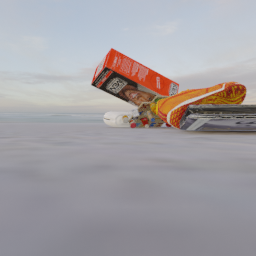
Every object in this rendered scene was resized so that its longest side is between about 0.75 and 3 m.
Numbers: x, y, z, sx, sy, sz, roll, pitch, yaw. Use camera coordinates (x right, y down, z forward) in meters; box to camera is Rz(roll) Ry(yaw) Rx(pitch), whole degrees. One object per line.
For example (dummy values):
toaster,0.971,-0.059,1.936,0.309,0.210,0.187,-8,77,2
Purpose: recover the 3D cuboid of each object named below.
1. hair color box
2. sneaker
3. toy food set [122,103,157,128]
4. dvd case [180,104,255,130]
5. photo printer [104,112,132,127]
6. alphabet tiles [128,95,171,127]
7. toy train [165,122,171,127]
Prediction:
hair color box,0.224,-1.314,8.486,2.383,0.730,1.210,23,-27,-19
sneaker,1.826,-0.716,6.776,2.494,0.910,0.962,-12,32,-23
toy food set,0.351,-0.245,7.267,0.967,0.462,0.435,-21,33,3
dvd case,2.266,-0.117,4.341,2.796,0.223,2.079,1,-4,7
photo printer,-0.078,-0.268,8.677,1.287,0.447,1.071,0,7,-24
alphabet tiles,0.875,-0.428,7.953,1.681,0.053,1.399,-1,-35,-35
toy train,1.540,-0.236,9.071,1.361,0.576,0.788,-10,24,-37
